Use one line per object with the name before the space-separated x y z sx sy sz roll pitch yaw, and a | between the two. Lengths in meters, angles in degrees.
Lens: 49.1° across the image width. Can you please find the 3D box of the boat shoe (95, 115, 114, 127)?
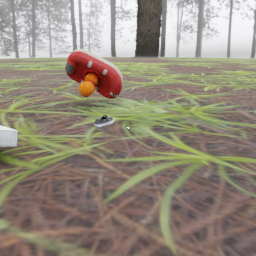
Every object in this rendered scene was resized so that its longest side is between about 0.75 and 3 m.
boat shoe | -0.649 -0.233 7.753 0.275 0.260 0.786 12 21 34

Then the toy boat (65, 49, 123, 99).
toy boat | -1.239 -1.613 9.590 2.110 1.377 1.380 25 57 -10

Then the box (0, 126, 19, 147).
box | -3.116 0.078 5.446 1.409 0.355 1.952 6 2 -36
